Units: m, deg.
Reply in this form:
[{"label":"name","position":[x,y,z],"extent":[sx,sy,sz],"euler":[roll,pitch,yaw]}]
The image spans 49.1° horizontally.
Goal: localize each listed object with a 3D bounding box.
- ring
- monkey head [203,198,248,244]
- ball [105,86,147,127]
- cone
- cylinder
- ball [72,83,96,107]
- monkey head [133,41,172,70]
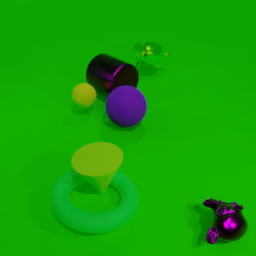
[{"label":"ring","position":[-0.713,1.481,6.141],"extent":[1.902,0.380,1.902],"euler":[6,29,-3]},{"label":"monkey head","position":[1.915,1.836,5.624],"extent":[1.225,0.738,0.881],"euler":[-6,10,-36]},{"label":"ball","position":[-0.054,-0.646,8.432],"extent":[1.250,1.250,1.250],"euler":[0,37,0]},{"label":"cone","position":[-0.617,1.076,6.214],"extent":[1.095,1.099,1.095],"euler":[-3,34,2]},{"label":"cylinder","position":[-0.555,-1.787,9.883],"extent":[1.367,1.367,1.367],"euler":[-29,45,-33]},{"label":"ball","position":[-1.393,-1.039,8.912],"extent":[0.757,0.757,0.757],"euler":[0,37,0]},{"label":"monkey head","position":[0.796,-2.799,11.211],"extent":[1.856,1.335,1.118],"euler":[-11,41,-37]}]
